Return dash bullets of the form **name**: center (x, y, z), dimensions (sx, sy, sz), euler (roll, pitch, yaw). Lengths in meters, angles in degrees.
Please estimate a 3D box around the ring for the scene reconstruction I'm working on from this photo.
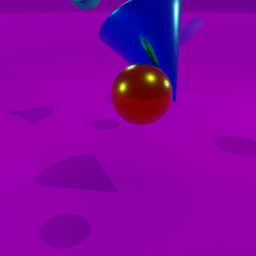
- **ring**: center (1.454, -2.585, 8.371), dimensions (1.862, 0.372, 1.862), euler (-41, 7, 6)

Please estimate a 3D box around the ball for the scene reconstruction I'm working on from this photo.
- **ball**: center (0.163, -0.404, 3.383), dimensions (0.745, 0.745, 0.745), euler (0, 25, 0)

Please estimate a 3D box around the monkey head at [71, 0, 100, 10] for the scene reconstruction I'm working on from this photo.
- **monkey head**: center (-1.365, -3.610, 7.468), dimensions (1.241, 1.039, 1.725), euler (-21, 18, 12)

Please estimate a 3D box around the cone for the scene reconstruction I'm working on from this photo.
- **cone**: center (0.485, -1.109, 4.587), dimensions (1.489, 1.494, 1.489), euler (-22, -6, -2)
